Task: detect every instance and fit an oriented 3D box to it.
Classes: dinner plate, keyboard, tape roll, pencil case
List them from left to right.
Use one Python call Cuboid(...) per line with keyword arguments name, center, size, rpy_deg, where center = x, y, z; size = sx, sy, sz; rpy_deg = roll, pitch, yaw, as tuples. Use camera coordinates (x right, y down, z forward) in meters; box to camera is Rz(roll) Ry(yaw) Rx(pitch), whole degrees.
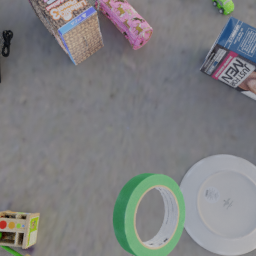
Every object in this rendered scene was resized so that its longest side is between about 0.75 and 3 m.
Cuboid(name="keyboard", center=(-3.770, -2.286, 7.574), size=(1.282, 0.274, 2.134), rpy_deg=(-2, 94, -11))
Cuboid(name="pencil case", center=(-0.119, -3.050, 7.785), size=(0.806, 0.771, 1.863), rpy_deg=(-41, 82, -6))
Cuboid(name="tape roll", center=(0.395, 1.456, 4.697), size=(1.380, 0.332, 1.380), rpy_deg=(4, 84, -37))
Cuboid(name="dinner plate", center=(2.491, 1.876, 6.973), size=(2.477, 0.300, 2.477), rpy_deg=(0, 77, 1))

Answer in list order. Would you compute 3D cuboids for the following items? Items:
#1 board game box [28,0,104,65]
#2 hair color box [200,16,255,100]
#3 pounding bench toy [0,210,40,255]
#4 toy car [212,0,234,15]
Cuboid(name="board game box", center=(-1.700, -2.982, 7.318), size=(0.993, 1.635, 2.051), rpy_deg=(-37, 80, -7))
Cuboid(name="hair color box", center=(3.474, -1.401, 7.045), size=(2.971, 1.486, 0.899), rpy_deg=(29, 78, 6))
Cuboid(name="pounding bench toy", center=(-2.704, 2.582, 6.580), size=(0.902, 0.718, 1.157), rpy_deg=(4, 78, 1))
Cuboid(name="toy car", center=(2.553, -4.011, 8.192), size=(1.654, 0.369, 1.557), rpy_deg=(-36, 80, -7))
